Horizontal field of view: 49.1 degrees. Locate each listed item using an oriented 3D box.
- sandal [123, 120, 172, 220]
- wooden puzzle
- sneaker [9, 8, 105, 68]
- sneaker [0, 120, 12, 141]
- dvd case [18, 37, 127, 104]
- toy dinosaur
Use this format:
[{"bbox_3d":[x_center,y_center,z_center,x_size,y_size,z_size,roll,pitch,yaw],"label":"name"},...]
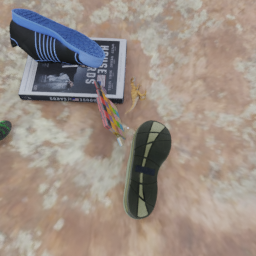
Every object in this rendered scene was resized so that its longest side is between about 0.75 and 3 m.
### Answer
[{"bbox_3d":[0.323,0.863,6.412,0.940,0.675,2.366,25,66,-14],"label":"sandal"},{"bbox_3d":[-0.428,-0.314,6.836,0.121,1.017,1.715,-25,61,14],"label":"wooden puzzle"},{"bbox_3d":[-1.825,-2.019,7.088,2.614,1.018,0.917,29,36,8],"label":"sneaker"},{"bbox_3d":[-3.366,0.143,6.856,1.106,0.432,0.471,-34,33,-5],"label":"sneaker"},{"bbox_3d":[-1.458,-1.677,7.869,2.777,0.343,2.087,2,64,1],"label":"dvd case"},{"bbox_3d":[0.205,-0.815,7.259,0.530,0.301,0.998,2,81,0],"label":"toy dinosaur"}]
